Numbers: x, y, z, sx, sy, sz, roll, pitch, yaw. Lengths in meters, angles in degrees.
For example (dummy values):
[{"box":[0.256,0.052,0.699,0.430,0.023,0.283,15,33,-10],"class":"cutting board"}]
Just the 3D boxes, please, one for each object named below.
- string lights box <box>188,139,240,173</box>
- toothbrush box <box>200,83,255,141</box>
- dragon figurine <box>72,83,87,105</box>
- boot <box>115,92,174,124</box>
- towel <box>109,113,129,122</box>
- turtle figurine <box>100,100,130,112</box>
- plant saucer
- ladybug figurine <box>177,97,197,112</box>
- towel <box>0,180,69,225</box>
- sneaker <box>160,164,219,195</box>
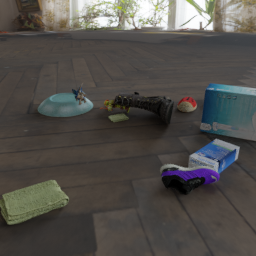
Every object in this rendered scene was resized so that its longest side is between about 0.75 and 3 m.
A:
[{"box":[2.678,0.913,8.695,0.837,0.480,1.629,23,33,40],"class":"string lights box"},{"box":[4.071,-0.614,10.514,2.377,1.740,1.014,11,27,23],"class":"toothbrush box"},{"box":[-2.088,-1.495,11.905,0.442,1.501,0.746,-26,59,-15],"class":"dragon figurine"},{"box":[0.633,-0.970,11.997,2.437,0.969,2.799,9,15,0],"class":"boot"},{"box":[-0.417,-0.445,12.061,0.784,0.143,0.581,-10,27,-20],"class":"towel"},{"box":[-0.554,-1.089,12.965,1.307,0.522,1.621,9,13,2],"class":"turtle figurine"},{"box":[-2.981,-1.231,13.364,2.625,0.505,2.625,1,24,0],"class":"plant saucer"},{"box":[2.788,-1.140,13.181,0.875,0.464,1.289,8,26,17],"class":"ladybug figurine"},{"box":[-2.361,1.818,6.990,1.520,0.277,1.128,-16,28,-30],"class":"towel"},{"box":[1.681,1.461,7.538,1.606,0.559,0.799,3,37,1],"class":"sneaker"}]
